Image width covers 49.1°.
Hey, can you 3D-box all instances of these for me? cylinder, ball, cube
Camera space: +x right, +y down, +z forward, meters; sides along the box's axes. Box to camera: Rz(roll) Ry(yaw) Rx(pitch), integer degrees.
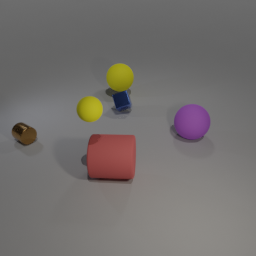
[{"bbox_3d":[-4.045,0.206,10.923,0.700,0.700,0.700,22,38,35],"label":"cylinder"},{"bbox_3d":[-0.405,-2.565,14.246,1.400,1.400,1.400,0,31,0],"label":"ball"},{"bbox_3d":[-1.026,-0.502,7.495,0.700,0.700,0.700,0,31,0],"label":"ball"},{"bbox_3d":[-0.248,-1.238,12.903,0.700,0.700,0.700,-18,-10,7],"label":"cube"},{"bbox_3d":[2.518,-0.242,11.019,1.400,1.400,1.400,0,31,0],"label":"ball"},{"bbox_3d":[-0.486,0.907,8.975,1.400,1.400,1.400,1,31,5],"label":"cylinder"}]
